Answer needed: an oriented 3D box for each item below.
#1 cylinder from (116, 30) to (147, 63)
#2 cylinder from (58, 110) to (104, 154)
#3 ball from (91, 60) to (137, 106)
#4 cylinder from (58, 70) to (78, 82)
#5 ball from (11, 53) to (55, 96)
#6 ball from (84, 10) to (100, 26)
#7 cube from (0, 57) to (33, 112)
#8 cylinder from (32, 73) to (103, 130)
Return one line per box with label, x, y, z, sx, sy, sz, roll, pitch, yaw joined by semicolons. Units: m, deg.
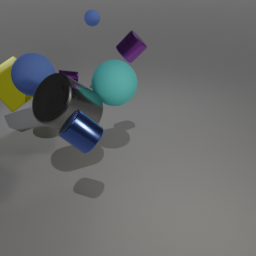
cylinder;0.108;-2.476;8.557;0.700;0.700;0.700;-42;20;19
cylinder;-1.008;0.081;6.028;0.700;0.700;0.700;39;21;-21
ball;-0.415;-1.372;8.577;1.400;1.400;1.400;0;29;0
cylinder;-2.168;-1.702;10.073;0.700;0.700;0.700;3;28;-15
ball;-3.094;-1.744;9.193;1.400;1.400;1.400;0;29;0
ball;-1.601;-4.909;12.508;0.700;0.700;0.700;0;29;0
cube;-4.424;-1.708;10.764;1.400;1.400;1.400;-40;33;-12
cylinder;-1.640;-0.607;7.740;1.400;1.400;1.400;23;-2;35
